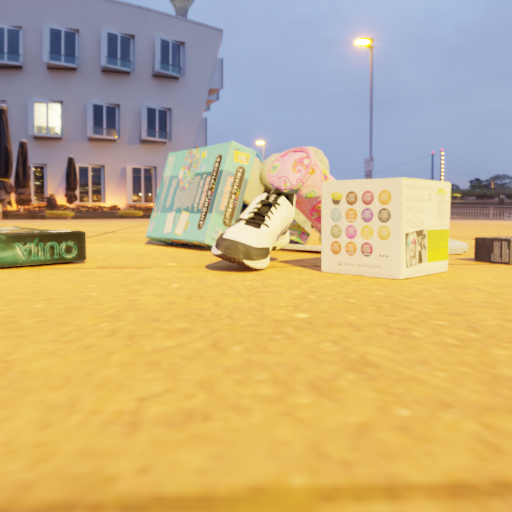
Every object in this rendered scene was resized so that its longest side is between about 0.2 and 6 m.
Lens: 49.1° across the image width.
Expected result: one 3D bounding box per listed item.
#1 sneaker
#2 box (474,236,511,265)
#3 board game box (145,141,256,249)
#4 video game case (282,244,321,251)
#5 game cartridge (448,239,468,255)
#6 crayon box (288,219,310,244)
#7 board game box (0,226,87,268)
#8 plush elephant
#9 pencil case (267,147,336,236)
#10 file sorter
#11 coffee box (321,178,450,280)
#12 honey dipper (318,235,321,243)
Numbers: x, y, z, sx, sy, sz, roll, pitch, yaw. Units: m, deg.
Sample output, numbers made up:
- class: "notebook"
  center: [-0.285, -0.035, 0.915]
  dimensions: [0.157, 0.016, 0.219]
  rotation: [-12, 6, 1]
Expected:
- class: "sneaker"
  center: [0.016, -0.492, 8.727]
  dimensions: [0.896, 0.972, 2.430]
  rotation: [21, 21, 10]
- class: "box"
  center: [4.210, -0.101, 9.400]
  dimensions: [0.743, 0.444, 0.756]
  rotation: [-2, 5, -27]
- class: "board game box"
  center: [-1.377, -1.352, 13.070]
  dimensions: [0.702, 2.260, 2.994]
  rotation: [18, -7, -35]
- class: "video game case"
  center: [1.243, -0.157, 11.715]
  dimensions: [0.872, 0.108, 1.218]
  rotation: [3, 1, -42]
- class: "game cartridge"
  center: [3.692, -0.202, 11.514]
  dimensions: [0.818, 0.248, 1.227]
  rotation: [-7, 8, -6]
- class: "crayon box"
  center: [0.552, -0.663, 11.881]
  dimensions: [0.962, 0.280, 0.830]
  rotation: [17, 19, -34]
- class: "board game box"
  center: [-5.149, -0.105, 8.733]
  dimensions: [4.039, 0.569, 2.732]
  rotation: [-5, 7, -44]
- class: "plush elephant"
  center: [0.506, -1.452, 13.801]
  dimensions: [2.550, 2.397, 3.096]
  rotation: [-1, 5, -15]
- class: "pencil case"
  center: [1.240, -1.129, 11.241]
  dimensions: [1.073, 1.073, 2.454]
  rotation: [4, -24, 37]
- class: "file sorter"
  center: [-1.097, -1.639, 15.219]
  dimensions: [2.702, 1.658, 1.875]
  rotation: [-25, -10, 34]
- class: "coffee box"
  center: [1.828, -0.417, 7.918]
  dimensions: [1.326, 1.313, 1.328]
  rotation: [5, 7, 45]
- class: "honey dipper"
  center: [2.249, -0.463, 15.201]
  dimensions: [1.283, 0.244, 0.244]
  rotation: [0, 4, -34]
